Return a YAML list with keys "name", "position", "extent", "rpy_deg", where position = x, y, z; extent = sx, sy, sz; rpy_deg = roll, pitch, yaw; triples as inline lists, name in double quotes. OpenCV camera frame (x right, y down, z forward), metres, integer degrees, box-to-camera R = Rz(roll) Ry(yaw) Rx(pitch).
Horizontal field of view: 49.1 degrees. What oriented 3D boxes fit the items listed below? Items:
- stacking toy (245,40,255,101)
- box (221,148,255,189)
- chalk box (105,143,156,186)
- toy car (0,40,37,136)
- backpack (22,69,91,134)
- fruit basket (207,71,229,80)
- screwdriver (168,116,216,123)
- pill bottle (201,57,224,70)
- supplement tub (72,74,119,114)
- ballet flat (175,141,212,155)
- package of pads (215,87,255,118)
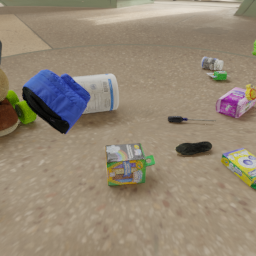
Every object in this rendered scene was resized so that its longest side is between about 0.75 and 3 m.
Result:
- name: "stacking toy"
  position: [4.164, -1.853, 7.904]
  extent: [0.483, 2.054, 1.549]
  rpy_deg: [17, -13, -30]
- name: "box"
  position: [3.236, 1.072, 7.510]
  extent: [0.781, 0.322, 1.331]
  rpy_deg: [-13, 35, -20]
- name: "chalk box"
  position: [0.063, 0.928, 7.305]
  extent: [1.262, 0.781, 0.785]
  rpy_deg: [-2, 30, -6]
- name: "toy car"
  position: [-4.618, -1.321, 8.932]
  extent: [2.290, 2.902, 2.384]
  rpy_deg: [27, 40, 36]
- name: "backpack"
  position: [-1.423, -0.582, 5.544]
  extent: [1.172, 0.952, 0.983]
  rpy_deg: [38, 62, -7]
- name: "fruit basket"
  position: [4.327, -2.579, 13.421]
  extent: [0.840, 0.425, 0.907]
  rpy_deg: [-3, 28, -5]
- name: "screwdriver"
  position: [2.236, -0.290, 9.855]
  extent: [1.674, 0.234, 0.244]
  rpy_deg: [2, 0, 1]
- name: "pill bottle"
  position: [4.351, -3.316, 14.468]
  extent: [1.016, 0.578, 0.578]
  rpy_deg: [20, 36, 30]
- name: "supplement tub"
  position: [-1.475, -1.232, 10.282]
  extent: [2.103, 1.388, 1.388]
  rpy_deg: [-7, 32, -12]
- name: "ballet flat"
  position: [1.951, 0.617, 8.354]
  extent: [1.153, 0.383, 0.327]
  rpy_deg: [-5, -11, -8]
- name: "package of pads"
  position: [4.117, -0.995, 10.630]
  extent: [0.956, 0.601, 1.587]
  rpy_deg: [23, 38, 37]
